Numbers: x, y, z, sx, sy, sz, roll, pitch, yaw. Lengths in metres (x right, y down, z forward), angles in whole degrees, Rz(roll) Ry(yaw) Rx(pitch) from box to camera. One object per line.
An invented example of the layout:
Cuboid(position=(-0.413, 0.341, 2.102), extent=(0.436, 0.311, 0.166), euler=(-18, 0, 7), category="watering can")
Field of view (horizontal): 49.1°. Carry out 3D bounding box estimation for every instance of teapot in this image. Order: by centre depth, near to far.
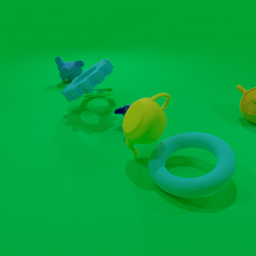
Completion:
Cuboid(position=(0.420, -0.058, 6.692), extent=(0.889, 1.816, 1.129), euler=(24, 16, -27), category="teapot")
Cuboid(position=(3.982, -0.693, 8.455), extent=(0.917, 1.165, 1.873), euler=(22, 26, -49), category="teapot")

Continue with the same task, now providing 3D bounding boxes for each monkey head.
Cuboid(position=(0.088, -0.301, 8.292), extent=(0.952, 0.797, 1.323), euler=(-8, 8, 33), category="monkey head")
Cuboid(position=(-2.426, -2.500, 11.585), extent=(0.947, 1.131, 1.572), euler=(-29, 7, -30), category="monkey head")

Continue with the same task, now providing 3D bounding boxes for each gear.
Cuboid(position=(-1.306, -1.552, 9.035), extent=(1.837, 0.340, 1.837), euler=(-31, 22, 14), category="gear")

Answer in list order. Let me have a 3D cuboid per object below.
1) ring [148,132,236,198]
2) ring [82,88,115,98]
Cuboid(position=(1.427, 0.770, 6.403), extent=(1.954, 0.391, 1.954), euler=(-10, 35, 7), category="ring")
Cuboid(position=(-1.082, -1.253, 10.001), extent=(1.220, 0.244, 1.220), euler=(-5, 7, 1), category="ring")
